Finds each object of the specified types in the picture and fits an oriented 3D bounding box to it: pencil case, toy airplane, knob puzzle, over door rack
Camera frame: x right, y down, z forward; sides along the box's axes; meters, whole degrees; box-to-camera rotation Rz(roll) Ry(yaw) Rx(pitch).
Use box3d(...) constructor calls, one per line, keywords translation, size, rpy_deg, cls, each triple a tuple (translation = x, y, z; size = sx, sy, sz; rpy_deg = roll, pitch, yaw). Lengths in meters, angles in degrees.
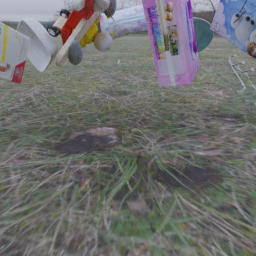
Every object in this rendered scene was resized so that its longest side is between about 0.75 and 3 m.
box3d(translation=(0.163, -4.086, 10.697), size=(2.471, 1.027, 1.121), rpy_deg=(-19, 24, -13), cls="pencil case")
box3d(translation=(-1.108, -3.003, 8.106), size=(1.794, 2.542, 2.531), rpy_deg=(38, 19, -20), cls="toy airplane")
box3d(translation=(0.774, -2.466, 5.757), size=(0.296, 2.134, 2.134), rpy_deg=(-8, 21, 9), cls="knob puzzle")
box3d(translation=(3.208, -1.317, 7.459), size=(0.938, 0.423, 1.269), rpy_deg=(23, 49, -31), cls="over door rack")

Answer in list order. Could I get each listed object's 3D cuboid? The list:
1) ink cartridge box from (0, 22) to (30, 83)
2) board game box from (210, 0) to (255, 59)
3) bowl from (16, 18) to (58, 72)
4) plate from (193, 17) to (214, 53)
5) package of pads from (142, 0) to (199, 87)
box3d(translation=(-3.395, -1.948, 7.035), size=(0.768, 1.336, 1.841), rpy_deg=(15, 4, 12), cls="ink cartridge box")
box3d(translation=(3.290, -3.078, 7.081), size=(0.479, 2.208, 2.197), rpy_deg=(-18, 50, -25), cls="board game box")
box3d(translation=(-2.927, -2.733, 9.126), size=(0.559, 1.497, 1.494), rpy_deg=(-45, 11, -33), cls="bowl")
box3d(translation=(2.036, -3.193, 9.807), size=(1.860, 1.860, 0.238), rpy_deg=(-1, 64, -1), cls="plate")
box3d(translation=(1.258, -2.821, 7.965), size=(1.106, 2.922, 1.761), rpy_deg=(-2, 31, 26), cls="package of pads")
